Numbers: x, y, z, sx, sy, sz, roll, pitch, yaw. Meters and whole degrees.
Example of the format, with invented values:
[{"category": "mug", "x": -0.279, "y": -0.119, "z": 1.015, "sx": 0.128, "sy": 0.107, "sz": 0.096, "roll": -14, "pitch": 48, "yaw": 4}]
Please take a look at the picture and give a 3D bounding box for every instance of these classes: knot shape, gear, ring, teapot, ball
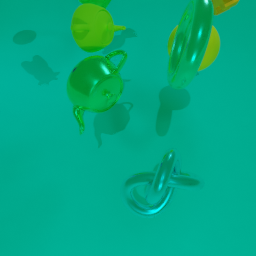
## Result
[{"category": "knot shape", "x": 0.599, "y": 0.842, "z": 4.261, "sx": 1.207, "sy": 1.290, "sz": 0.596, "roll": -2, "pitch": 51, "yaw": -36}, {"category": "gear", "x": 1.644, "y": -3.138, "z": 5.576, "sx": 0.308, "sy": 1.665, "sz": 1.665, "roll": -27, "pitch": 54, "yaw": -1}, {"category": "ring", "x": 0.798, "y": -1.118, "z": 3.735, "sx": 0.248, "sy": 1.239, "sz": 1.239, "roll": 13, "pitch": 51, "yaw": -4}, {"category": "teapot", "x": -0.576, "y": -0.693, "z": 5.181, "sx": 0.856, "sy": 1.087, "sz": 1.748, "roll": 40, "pitch": 100, "yaw": 32}, {"category": "teapot", "x": -0.596, "y": -1.953, "z": 5.483, "sx": 0.722, "sy": 0.917, "sz": 1.474, "roll": 7, "pitch": 20, "yaw": 30}, {"category": "ball", "x": 1.234, "y": -1.553, "z": 5.297, "sx": 0.966, "sy": 0.966, "sz": 0.966, "roll": 0, "pitch": 51, "yaw": 0}]

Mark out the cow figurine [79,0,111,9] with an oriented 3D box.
[{"category": "cow figurine", "x": -0.508, "y": -3.830, "z": 7.589, "sx": 0.822, "sy": 1.498, "sz": 1.474, "roll": 44, "pitch": 34, "yaw": 5}]
